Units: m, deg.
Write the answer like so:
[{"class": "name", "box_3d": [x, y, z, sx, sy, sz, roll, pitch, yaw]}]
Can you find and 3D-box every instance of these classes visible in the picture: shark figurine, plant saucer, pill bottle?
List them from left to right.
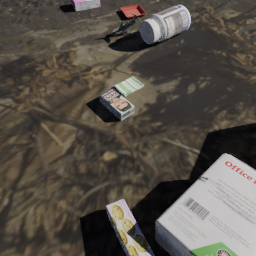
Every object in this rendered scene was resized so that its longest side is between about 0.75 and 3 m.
[{"class": "shark figurine", "box_3d": [0.060, -4.489, 12.562, 0.929, 1.554, 0.649, -26, 91, -56]}, {"class": "plant saucer", "box_3d": [0.262, -5.797, 14.025, 1.031, 0.189, 1.029, -16, 51, -12]}, {"class": "pill bottle", "box_3d": [1.610, -4.501, 12.256, 2.089, 1.188, 1.188, -30, 56, -23]}]

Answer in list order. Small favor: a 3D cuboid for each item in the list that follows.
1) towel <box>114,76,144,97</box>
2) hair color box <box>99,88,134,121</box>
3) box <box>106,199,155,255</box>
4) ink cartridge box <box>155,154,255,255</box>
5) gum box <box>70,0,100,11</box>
[{"class": "towel", "box_3d": [0.038, -1.571, 10.452, 0.947, 0.111, 0.722, -31, 56, -24]}, {"class": "hair color box", "box_3d": [-0.392, -0.830, 9.645, 0.598, 0.366, 1.207, -33, 58, -26]}, {"class": "box", "box_3d": [0.217, 2.753, 6.283, 0.529, 0.494, 2.554, -19, 44, -16]}, {"class": "ink cartridge box", "box_3d": [2.237, 2.133, 6.524, 2.672, 1.127, 1.952, -35, 53, -26]}, {"class": "gum box", "box_3d": [-2.219, -6.509, 14.443, 1.404, 0.464, 0.797, -16, 52, -13]}]
